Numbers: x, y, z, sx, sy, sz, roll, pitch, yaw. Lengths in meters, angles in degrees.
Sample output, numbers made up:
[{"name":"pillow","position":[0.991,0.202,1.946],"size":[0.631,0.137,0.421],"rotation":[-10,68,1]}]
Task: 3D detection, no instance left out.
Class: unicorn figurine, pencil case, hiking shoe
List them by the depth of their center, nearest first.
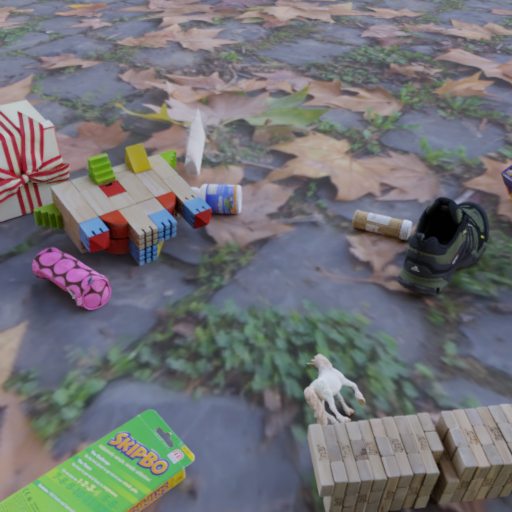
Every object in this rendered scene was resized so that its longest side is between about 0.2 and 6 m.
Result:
[{"name":"unicorn figurine","position":[0.958,1.712,7.259],"size":[0.870,0.468,1.267],"rotation":[50,14,12]},{"name":"pencil case","position":[-3.032,0.356,9.075],"size":[1.408,0.639,0.660],"rotation":[23,42,31]},{"name":"hiking shoe","position":[3.362,-0.441,9.508],"size":[1.002,1.332,2.646],"rotation":[24,43,28]}]

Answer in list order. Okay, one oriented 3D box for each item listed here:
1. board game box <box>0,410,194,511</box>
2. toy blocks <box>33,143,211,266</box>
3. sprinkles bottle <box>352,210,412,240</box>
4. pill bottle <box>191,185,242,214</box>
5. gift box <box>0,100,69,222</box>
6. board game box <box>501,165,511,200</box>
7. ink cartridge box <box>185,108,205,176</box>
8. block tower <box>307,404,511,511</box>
[{"name":"board game box","position":[-1.786,2.636,6.363],"size":[2.073,0.311,0.990],"rotation":[-30,47,-30]},{"name":"toy blocks","position":[-2.202,-0.735,10.095],"size":[2.898,1.448,1.981],"rotation":[-24,55,-31]},{"name":"sprinkles bottle","position":[2.354,-0.584,10.502],"size":[1.055,0.360,0.360],"rotation":[15,40,19]},{"name":"pill bottle","position":[-0.807,-1.122,11.034],"size":[1.007,0.564,0.564],"rotation":[1,37,4]},{"name":"gift box","position":[-4.908,-1.927,10.934],"size":[1.905,2.064,1.927],"rotation":[-27,46,-24]},{"name":"board game box","position":[6.544,-1.304,10.022],"size":[2.610,0.895,3.157],"rotation":[-36,40,5]},{"name":"ink cartridge box","position":[-1.342,-2.397,11.822],"size":[0.307,1.226,0.987],"rotation":[5,74,5]},{"name":"block tower","position":[2.018,2.316,6.383],"size":[2.831,0.818,0.765],"rotation":[-3,38,-7]}]
